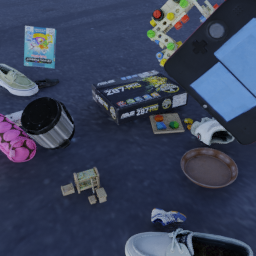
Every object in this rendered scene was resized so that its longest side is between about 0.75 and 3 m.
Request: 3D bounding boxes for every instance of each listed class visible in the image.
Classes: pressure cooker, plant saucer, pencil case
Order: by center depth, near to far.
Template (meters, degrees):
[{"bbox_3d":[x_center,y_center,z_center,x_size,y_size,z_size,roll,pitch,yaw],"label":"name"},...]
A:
[{"bbox_3d":[2.239,1.137,7.818,1.537,0.265,1.537,0,37,0],"label":"plant saucer"},{"bbox_3d":[-3.681,0.296,8.465,1.985,0.901,0.930,27,15,32],"label":"pencil case"},{"bbox_3d":[-2.339,-0.074,8.471,1.320,1.477,1.299,-2,59,15],"label":"pressure cooker"}]

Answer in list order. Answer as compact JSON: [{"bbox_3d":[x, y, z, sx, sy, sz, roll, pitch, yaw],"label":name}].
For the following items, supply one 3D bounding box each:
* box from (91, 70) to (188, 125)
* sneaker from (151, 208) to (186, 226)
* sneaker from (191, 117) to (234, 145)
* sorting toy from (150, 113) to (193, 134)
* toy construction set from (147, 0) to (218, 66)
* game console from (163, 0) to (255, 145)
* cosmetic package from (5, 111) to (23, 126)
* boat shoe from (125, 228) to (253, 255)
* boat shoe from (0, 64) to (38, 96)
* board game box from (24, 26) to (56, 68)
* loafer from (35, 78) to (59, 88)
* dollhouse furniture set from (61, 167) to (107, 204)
[{"bbox_3d":[0.414,-1.263,10.627,2.946,0.723,2.375,-17,34,-21],"label":"box"},{"bbox_3d":[0.936,2.127,6.502,0.802,0.302,0.353,3,45,18],"label":"sneaker"},{"bbox_3d":[3.262,0.015,8.902,2.297,0.851,1.016,-20,39,-10],"label":"sneaker"},{"bbox_3d":[1.557,-0.217,9.683,1.503,0.201,1.119,-4,37,-5],"label":"sorting toy"},{"bbox_3d":[1.387,-2.715,7.371,2.106,0.970,1.381,-37,81,10],"label":"toy construction set"},{"bbox_3d":[2.506,-1.074,6.068,2.954,2.613,0.459,44,48,-4],"label":"game console"},{"bbox_3d":[-3.930,-0.273,9.675,1.230,0.311,0.508,-21,42,-26],"label":"cosmetic package"},{"bbox_3d":[1.185,2.391,5.589,2.496,0.889,0.871,5,37,7],"label":"boat shoe"},{"bbox_3d":[-4.741,-2.009,11.618,2.493,0.773,0.897,22,42,27],"label":"boat shoe"},{"bbox_3d":[-2.083,-1.907,6.651,0.681,0.903,0.212,4,8,-5],"label":"board game box"},{"bbox_3d":[-3.435,-1.958,11.904,1.017,0.357,0.345,-15,39,-19],"label":"loafer"},{"bbox_3d":[-1.131,1.530,7.050,0.965,0.536,0.853,-15,39,-19],"label":"dollhouse furniture set"}]
